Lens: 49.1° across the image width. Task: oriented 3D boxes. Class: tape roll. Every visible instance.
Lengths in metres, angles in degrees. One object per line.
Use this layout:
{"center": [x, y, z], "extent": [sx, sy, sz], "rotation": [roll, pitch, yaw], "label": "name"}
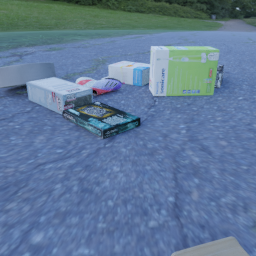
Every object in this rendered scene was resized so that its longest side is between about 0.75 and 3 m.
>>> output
{"center": [-4.174, -2.173, 11.567], "extent": [2.327, 0.769, 2.327], "rotation": [-7, 11, 1], "label": "tape roll"}

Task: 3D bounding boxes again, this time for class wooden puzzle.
{"center": [1.206, 1.943, 3.434], "extent": [1.864, 0.218, 1.257], "rotation": [-5, 28, -10], "label": "wooden puzzle"}

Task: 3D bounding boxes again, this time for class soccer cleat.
{"center": [-1.107, -1.609, 11.303], "extent": [1.993, 0.680, 0.729], "rotation": [-2, 62, -31], "label": "soccer cleat"}

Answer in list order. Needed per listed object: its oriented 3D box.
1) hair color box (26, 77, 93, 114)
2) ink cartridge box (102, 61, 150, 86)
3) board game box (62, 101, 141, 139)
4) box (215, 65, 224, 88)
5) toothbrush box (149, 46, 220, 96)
{"center": [-2.479, -1.200, 10.040], "extent": [1.215, 0.744, 2.454], "rotation": [-21, 30, -40], "label": "hair color box"}
{"center": [-0.003, -2.660, 13.381], "extent": [2.341, 0.794, 1.348], "rotation": [14, 27, 30], "label": "ink cartridge box"}
{"center": [-0.852, -0.311, 8.536], "extent": [1.430, 0.298, 2.114], "rotation": [-19, 30, -38], "label": "board game box"}
{"center": [3.126, -2.597, 13.370], "extent": [2.711, 0.675, 2.138], "rotation": [8, 24, 18], "label": "box"}
{"center": [2.180, -2.294, 11.235], "extent": [2.493, 1.815, 1.073], "rotation": [-3, 23, -6], "label": "toothbrush box"}
